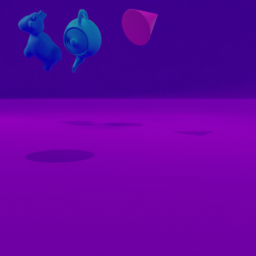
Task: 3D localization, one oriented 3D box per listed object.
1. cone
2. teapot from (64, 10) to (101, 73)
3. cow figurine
[{"bbox_3d":[0.481,-2.731,7.154,0.910,0.906,0.906,-41,29,-30],"label":"cone"},{"bbox_3d":[-1.562,-2.825,9.157,1.257,2.021,0.990,21,35,10],"label":"teapot"},{"bbox_3d":[-2.943,-3.002,9.627,1.711,1.739,0.955,-37,21,46],"label":"cow figurine"}]
